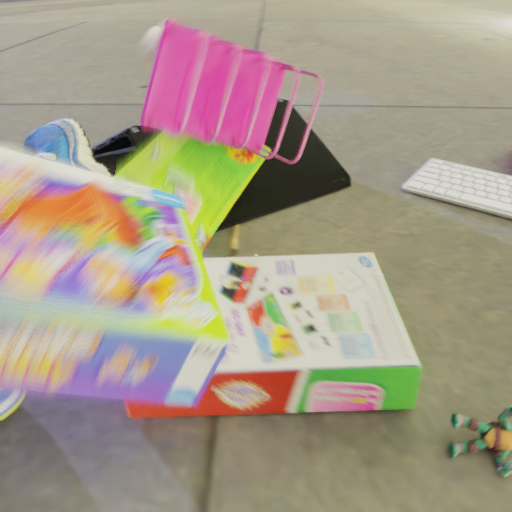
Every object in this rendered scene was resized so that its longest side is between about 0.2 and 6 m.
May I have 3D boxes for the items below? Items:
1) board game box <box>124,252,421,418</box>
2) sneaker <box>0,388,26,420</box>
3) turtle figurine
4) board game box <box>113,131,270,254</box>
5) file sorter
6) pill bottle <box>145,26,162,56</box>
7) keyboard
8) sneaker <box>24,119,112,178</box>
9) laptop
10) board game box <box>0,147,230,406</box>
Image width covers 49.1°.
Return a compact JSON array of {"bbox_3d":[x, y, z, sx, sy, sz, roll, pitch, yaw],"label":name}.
[{"bbox_3d":[0.124,0.809,6.601,2.996,0.604,2.293,-1,31,0],"label":"board game box"},{"bbox_3d":[-3.590,1.117,5.842,2.320,0.954,0.858,2,33,7],"label":"sneaker"},{"bbox_3d":[2.301,1.748,5.326,0.855,0.431,0.640,3,72,8],"label":"turtle figurine"},{"bbox_3d":[-1.023,-1.165,8.653,1.541,0.722,3.033,35,42,-5],"label":"board game box"},{"bbox_3d":[-0.301,-2.232,7.969,2.091,1.453,1.311,6,20,-35],"label":"file sorter"},{"bbox_3d":[-1.264,-3.116,8.476,0.858,0.476,0.476,39,45,20],"label":"pill bottle"},{"bbox_3d":[5.246,-0.829,9.764,5.185,0.276,1.459,21,37,31],"label":"keyboard"},{"bbox_3d":[-3.560,-1.333,9.502,1.620,1.427,3.634,-13,33,-26],"label":"sneaker"},{"bbox_3d":[-0.917,-1.837,11.513,3.714,2.164,4.191,-20,11,-31],"label":"laptop"},{"bbox_3d":[-2.324,-0.041,5.044,3.759,0.842,2.528,13,30,-28],"label":"board game box"}]
